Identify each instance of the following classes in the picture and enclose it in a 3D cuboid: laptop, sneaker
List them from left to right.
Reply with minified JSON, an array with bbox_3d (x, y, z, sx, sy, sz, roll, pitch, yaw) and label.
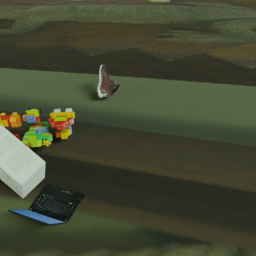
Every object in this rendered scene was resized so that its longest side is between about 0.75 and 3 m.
[{"bbox_3d":[-1.578,1.479,5.572,0.973,0.567,1.098,11,43,21],"label":"laptop"},{"bbox_3d":[-0.645,-1.656,9.854,0.747,0.490,1.294,1,74,8],"label":"sneaker"}]

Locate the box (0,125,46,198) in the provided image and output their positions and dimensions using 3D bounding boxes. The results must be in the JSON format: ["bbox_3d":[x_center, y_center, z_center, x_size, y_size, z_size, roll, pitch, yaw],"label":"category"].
[{"bbox_3d":[-2.422,0.725,5.879,1.241,0.945,0.660,39,57,6],"label":"box"}]

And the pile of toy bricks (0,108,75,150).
[{"bbox_3d":[-2.373,0.182,7.089,2.068,1.147,1.021,-3,34,-2],"label":"pile of toy bricks"}]
